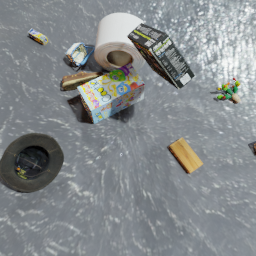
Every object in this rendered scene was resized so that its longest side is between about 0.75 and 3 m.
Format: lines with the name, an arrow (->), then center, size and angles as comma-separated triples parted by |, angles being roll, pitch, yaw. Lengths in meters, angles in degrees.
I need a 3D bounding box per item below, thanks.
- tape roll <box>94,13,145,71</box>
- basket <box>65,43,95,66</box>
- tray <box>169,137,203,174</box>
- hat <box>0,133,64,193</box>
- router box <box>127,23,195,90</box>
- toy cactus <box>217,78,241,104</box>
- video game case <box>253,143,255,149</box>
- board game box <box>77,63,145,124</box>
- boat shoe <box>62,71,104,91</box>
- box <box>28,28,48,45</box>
tape roll -> -0.282, -3.431, 11.568 | 2.113, 2.113, 1.451 | 5, 68, 2
basket -> -2.055, -3.207, 12.140 | 1.111, 0.773, 0.979 | 22, 67, 39
tray -> 2.210, 1.043, 10.699 | 0.633, 0.238, 1.283 | -31, 70, -13
hat -> -3.460, 1.122, 10.135 | 2.282, 2.282, 0.920 | -27, 26, -11
router box -> 0.990, -2.339, 8.926 | 0.695, 1.675, 2.236 | -42, 32, 6
toy cactus -> 4.312, -1.489, 11.639 | 1.236, 0.632, 1.020 | -37, 81, -23
video game case -> 5.959, 0.927, 10.655 | 1.716, 0.390, 1.555 | -22, 69, -9
board game box -> -0.640, -1.382, 11.176 | 2.329, 1.221, 1.199 | -28, 69, -12
boat shoe -> -1.899, -2.111, 11.798 | 1.830, 0.659, 0.618 | -13, 70, -3
box -> -4.130, -4.190, 12.856 | 0.917, 0.321, 0.295 | 32, 71, 12
